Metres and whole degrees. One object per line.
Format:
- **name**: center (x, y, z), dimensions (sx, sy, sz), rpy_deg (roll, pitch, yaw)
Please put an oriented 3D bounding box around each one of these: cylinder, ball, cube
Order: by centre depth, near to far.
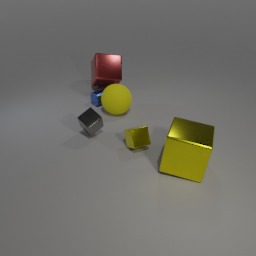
- **cube**: center (1.953, 0.676, 9.211), dimensions (1.400, 1.400, 1.400), rpy_deg (14, 32, 12)
- **cube**: center (0.344, 0.333, 10.423), dimensions (0.700, 0.700, 0.700), rpy_deg (-13, 5, -22)
- **cube**: center (-1.467, -0.242, 11.070), dimensions (0.700, 0.700, 0.700), rpy_deg (-41, 67, -19)
- **ball**: center (-0.529, -1.321, 12.869), dimensions (1.400, 1.400, 1.400), rpy_deg (0, 30, 0)
- **cylinder**: center (-1.389, -1.511, 13.847), dimensions (0.700, 0.700, 0.700), rpy_deg (-22, 37, -33)
- **cube**: center (-1.192, -3.104, 15.203), dimensions (1.400, 1.400, 1.400), rpy_deg (0, -8, -18)
